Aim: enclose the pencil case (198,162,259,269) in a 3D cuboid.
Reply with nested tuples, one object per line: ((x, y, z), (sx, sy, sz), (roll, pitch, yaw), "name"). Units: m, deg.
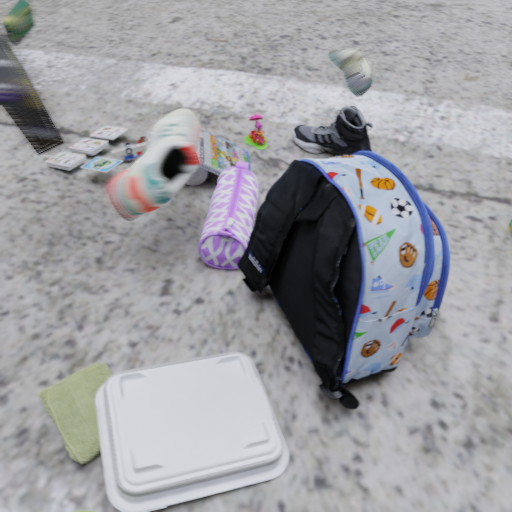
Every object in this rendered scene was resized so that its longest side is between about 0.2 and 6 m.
((-0.556, -0.875, 12.122), (1.101, 1.121, 2.622), (3, 41, 4), "pencil case")

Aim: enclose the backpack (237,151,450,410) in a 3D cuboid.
((1.587, 0.038, 9.397), (2.760, 3.413, 3.583), (-19, 45, -20), "backpack")

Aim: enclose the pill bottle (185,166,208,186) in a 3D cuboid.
((-1.597, -2.455, 14.129), (0.740, 0.740, 1.419), (-3, 43, -4), "pill bottle")

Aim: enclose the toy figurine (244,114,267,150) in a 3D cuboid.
((0.023, -3.412, 15.152), (0.646, 0.792, 0.861), (-15, 45, -16), "toy figurine")

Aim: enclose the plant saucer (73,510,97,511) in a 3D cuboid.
((-2.342, 4.331, 6.981), (2.173, 0.338, 2.173), (0, 43, 0), "plant saucer")

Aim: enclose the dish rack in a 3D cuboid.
((-1.004, 2.478, 8.631), (2.735, 0.595, 2.347), (-7, 42, -18), "dish rack")

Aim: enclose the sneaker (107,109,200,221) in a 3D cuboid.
((-1.554, -1.953, 11.036), (1.489, 1.121, 3.185), (-12, 35, 34), "sneaker")

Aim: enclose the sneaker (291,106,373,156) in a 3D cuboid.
((2.008, -3.320, 14.625), (2.375, 1.352, 0.896), (26, 48, 26), "sneaker")

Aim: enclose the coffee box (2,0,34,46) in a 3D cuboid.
((-4.386, -4.306, 10.365), (0.211, 0.961, 0.591), (35, 79, -14), "coffee box")

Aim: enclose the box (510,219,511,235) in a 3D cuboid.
((6.172, -0.209, 11.864), (1.211, 0.499, 2.064), (6, 41, 6), "box")

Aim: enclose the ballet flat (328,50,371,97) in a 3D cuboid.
((2.209, -4.319, 12.780), (0.632, 0.632, 1.758), (-10, 51, -11), "ballet flat")

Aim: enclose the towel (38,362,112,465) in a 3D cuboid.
((-2.678, 2.479, 9.043), (1.200, 0.295, 1.618), (-26, 48, -27), "towel")

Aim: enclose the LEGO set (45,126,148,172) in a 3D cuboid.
((-3.577, -2.554, 14.541), (3.032, 0.744, 2.265), (13, 42, 31), "LEGO set")

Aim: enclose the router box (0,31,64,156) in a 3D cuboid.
((-4.471, -3.202, 10.184), (0.587, 1.767, 2.248), (-30, 67, -9), "router box")

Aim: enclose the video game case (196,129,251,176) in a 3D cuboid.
((-1.103, -2.551, 13.864), (2.151, 0.191, 1.539), (21, 36, -23), "video game case")
